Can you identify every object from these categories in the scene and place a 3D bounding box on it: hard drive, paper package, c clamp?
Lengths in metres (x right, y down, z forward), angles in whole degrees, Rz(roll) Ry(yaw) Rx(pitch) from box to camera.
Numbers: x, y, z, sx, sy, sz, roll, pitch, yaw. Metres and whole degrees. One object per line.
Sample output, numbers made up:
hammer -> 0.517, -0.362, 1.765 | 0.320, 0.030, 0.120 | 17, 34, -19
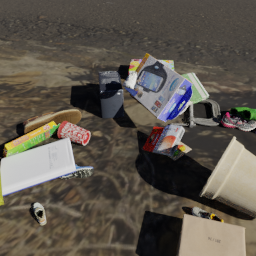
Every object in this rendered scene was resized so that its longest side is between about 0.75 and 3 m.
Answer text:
hard drive -> -2.928, 1.196, 9.060 | 2.323, 0.295, 1.533 | -18, 39, -6
paper package -> 1.943, 2.953, 6.611 | 1.519, 0.786, 1.448 | 10, 37, 12
c clamp -> 2.988, -0.707, 11.996 | 1.979, 0.314, 2.317 | 9, 38, 12

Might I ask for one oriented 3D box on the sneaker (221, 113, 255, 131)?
sneaker -> 4.457, -0.248, 11.164 | 1.365, 0.510, 0.550 | 8, 36, -1

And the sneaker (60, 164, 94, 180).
sneaker -> -1.675, 1.337, 9.108 | 1.130, 0.444, 0.504 | -3, 39, -3

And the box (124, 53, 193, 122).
box -> 1.127, -1.518, 10.573 | 0.594, 1.705, 2.864 | 22, 18, -41

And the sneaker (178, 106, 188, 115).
sneaker -> 2.419, -1.238, 12.541 | 0.708, 0.824, 1.946 | 20, 62, 11

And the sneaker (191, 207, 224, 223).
sneaker -> 2.193, 2.420, 7.675 | 0.943, 0.387, 0.367 | 24, 42, 30

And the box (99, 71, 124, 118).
box -> -0.743, -1.474, 12.159 | 0.950, 1.348, 1.822 | -4, 36, -4

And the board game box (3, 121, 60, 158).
board game box -> -3.403, 0.396, 9.980 | 2.063, 0.986, 0.309 | -29, 81, -35

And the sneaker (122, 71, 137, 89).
sneaker -> 0.087, -1.797, 10.415 | 0.445, 0.520, 1.194 | 17, 27, -2

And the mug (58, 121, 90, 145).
mug -> -1.942, 0.150, 10.521 | 1.047, 0.698, 0.929 | 19, 46, 18

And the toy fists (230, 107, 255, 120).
toy fists -> 4.837, -0.561, 11.326 | 0.735, 0.496, 1.442 | -5, 10, -15

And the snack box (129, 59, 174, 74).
snack box -> 1.252, -3.098, 14.983 | 2.328, 0.617, 1.656 | 3, 36, 5

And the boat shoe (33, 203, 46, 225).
boat shoe -> -2.478, 2.354, 7.869 | 0.285, 0.261, 0.762 | -21, 41, -26

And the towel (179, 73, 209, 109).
towel -> 2.176, -1.526, 12.230 | 2.185, 0.256, 1.667 | -22, 58, -1

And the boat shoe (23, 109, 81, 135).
boat shoe -> -3.020, -0.347, 11.127 | 2.281, 0.823, 0.821 | -21, 42, -17

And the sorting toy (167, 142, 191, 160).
sorting toy -> 1.682, 0.718, 10.171 | 0.958, 0.175, 0.887 | -25, 43, -30

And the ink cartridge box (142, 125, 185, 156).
ink cartridge box -> 1.182, 0.359, 9.813 | 1.337, 0.335, 1.084 | 10, 62, 40

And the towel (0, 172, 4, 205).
towel -> -4.408, 1.662, 8.680 | 1.065, 0.223, 2.474 | -32, 43, -4

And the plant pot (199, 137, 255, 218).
plant pot -> 3.286, 1.554, 7.818 | 1.830, 1.999, 1.999 | 31, 45, 19
